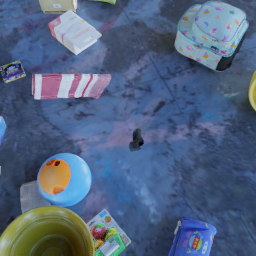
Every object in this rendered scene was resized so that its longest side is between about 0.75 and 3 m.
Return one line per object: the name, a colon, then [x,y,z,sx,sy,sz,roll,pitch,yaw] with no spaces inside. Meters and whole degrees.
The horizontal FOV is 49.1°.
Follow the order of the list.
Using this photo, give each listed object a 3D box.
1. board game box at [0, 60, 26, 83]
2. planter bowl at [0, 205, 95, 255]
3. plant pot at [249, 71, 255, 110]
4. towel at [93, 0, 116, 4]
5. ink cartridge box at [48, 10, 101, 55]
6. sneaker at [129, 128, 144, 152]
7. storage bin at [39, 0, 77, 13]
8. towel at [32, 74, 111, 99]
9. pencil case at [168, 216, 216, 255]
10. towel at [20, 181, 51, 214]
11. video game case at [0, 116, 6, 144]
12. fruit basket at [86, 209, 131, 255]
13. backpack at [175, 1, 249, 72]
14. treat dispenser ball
board game box: [-4.920,-2.405,11.912,0.910,0.258,0.752,-24,63,-12]
planter bowl: [-2.308,3.772,8.127,2.791,1.162,2.791,0,63,0]
plant pot: [6.057,-1.907,10.521,2.561,2.561,2.409,22,50,11]
towel: [-1.167,-7.198,14.477,1.452,0.230,2.021,8,63,3]
ink cartridge box: [-2.325,-4.182,12.572,1.301,0.754,2.235,-40,68,-19]
sneaker: [0.377,0.430,9.925,0.472,0.395,1.041,-6,45,24]
storage bin: [-3.348,-6.297,13.200,1.640,1.628,0.768,-1,61,-1]
towel: [-2.070,-1.464,10.073,2.603,1.875,0.296,-4,77,-20]
pencil case: [1.624,3.932,8.064,1.212,1.089,2.790,28,65,-4]
towel: [-3.075,2.439,9.352,0.938,0.244,1.416,-15,63,-7]
video game case: [-5.636,0.632,9.606,2.250,0.564,2.482,-8,38,-4]
fruit basket: [-0.805,3.389,8.634,1.276,0.646,1.377,-36,65,-17]
backpack: [3.388,-3.989,11.784,2.703,2.072,2.376,26,70,20]
treat dispenser ball: [-2.029,1.648,8.984,1.691,1.691,1.691,0,62,0]
